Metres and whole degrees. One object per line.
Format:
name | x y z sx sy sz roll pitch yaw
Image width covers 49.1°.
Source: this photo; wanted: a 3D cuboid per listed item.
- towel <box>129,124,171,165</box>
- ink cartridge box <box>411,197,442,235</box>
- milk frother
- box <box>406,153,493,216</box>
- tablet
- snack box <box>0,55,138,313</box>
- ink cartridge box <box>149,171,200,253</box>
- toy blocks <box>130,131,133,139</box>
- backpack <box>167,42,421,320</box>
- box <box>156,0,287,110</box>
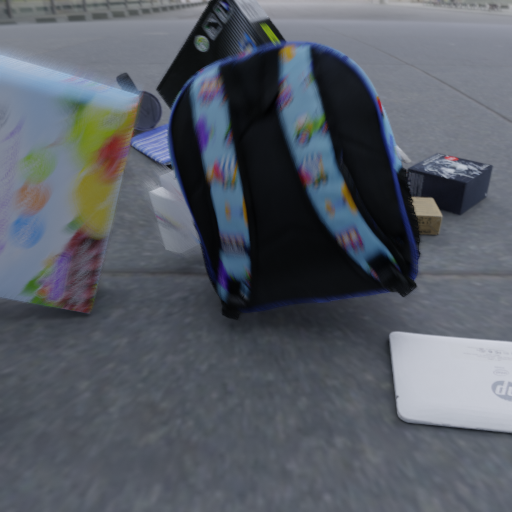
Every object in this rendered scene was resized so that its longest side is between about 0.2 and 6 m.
towel | -1.940 -2.782 13.355 1.651 0.272 2.281 -28 35 -21
ink cartridge box | 2.598 -0.704 9.664 1.013 0.380 0.835 2 27 5
milk frother | -3.429 -3.696 14.458 1.670 1.507 1.571 -47 21 0
box | 3.659 -1.399 10.675 1.163 0.665 1.277 23 36 35
tablet | 2.636 1.346 6.037 2.286 0.156 1.488 3 28 7
snack box | -2.849 -0.847 6.706 2.322 2.754 0.932 13 24 -15
ink cartridge box | -1.096 -0.710 8.093 0.666 1.157 0.393 -30 28 -36
toy blocks | -3.729 -2.473 11.951 2.906 1.452 1.987 0 -4 41
backpack | 0.446 -0.996 6.772 2.711 2.969 1.997 -11 21 21
box | -0.278 -2.662 9.613 0.642 2.703 2.610 -34 -2 -44
